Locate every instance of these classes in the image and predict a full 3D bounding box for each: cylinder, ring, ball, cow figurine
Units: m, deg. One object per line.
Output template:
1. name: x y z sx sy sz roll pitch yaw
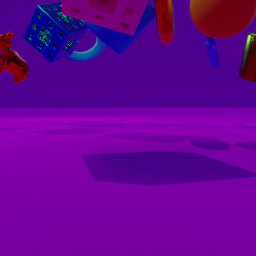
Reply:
1. cylinder: -0.210 -2.771 6.888 1.345 1.345 1.345 -45 -10 17
2. ring: -1.795 -3.418 11.054 1.955 0.391 1.955 -14 -33 -9
3. ring: 3.096 -2.852 10.275 0.283 1.417 1.417 -13 -1 22
4. ring: 0.780 -2.631 5.970 0.336 1.681 1.681 -4 4 11
5. ball: 1.787 -2.319 5.252 1.227 1.227 1.227 0 4 0
6. cylinder: 2.996 -1.532 6.095 0.959 0.959 0.959 3 23 -1
7. cow figurine: -3.621 -2.219 8.699 0.744 1.333 1.355 -17 -36 35

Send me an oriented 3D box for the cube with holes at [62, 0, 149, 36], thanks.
1. cube with holes: -0.238 -2.307 4.058 1.166 1.166 1.166 14 -14 -9

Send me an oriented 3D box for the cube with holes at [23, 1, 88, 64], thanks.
1. cube with holes: -2.041 -2.718 7.955 1.086 1.086 1.086 -45 4 35
